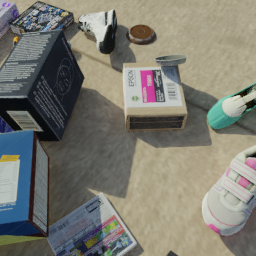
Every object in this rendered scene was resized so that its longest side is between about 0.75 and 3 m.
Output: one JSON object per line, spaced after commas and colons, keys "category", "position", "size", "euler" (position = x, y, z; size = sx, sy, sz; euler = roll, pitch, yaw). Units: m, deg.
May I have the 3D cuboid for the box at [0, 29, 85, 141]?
{"category": "box", "position": [-2.455, -1.187, 7.909], "size": [1.367, 1.895, 2.553], "euler": [1, 54, 18]}

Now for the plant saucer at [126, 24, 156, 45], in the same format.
{"category": "plant saucer", "position": [0.506, -3.641, 10.773], "size": [1.154, 0.185, 1.154], "euler": [1, 56, -1]}

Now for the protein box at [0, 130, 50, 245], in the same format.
{"category": "protein box", "position": [-3.038, 1.411, 6.418], "size": [2.127, 1.445, 2.142], "euler": [-8, 55, -3]}

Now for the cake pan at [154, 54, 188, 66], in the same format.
{"category": "cake pan", "position": [1.296, -2.047, 8.458], "size": [1.015, 0.186, 1.015], "euler": [-7, 22, 3]}

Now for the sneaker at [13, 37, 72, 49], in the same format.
{"category": "sneaker", "position": [-3.021, -2.855, 9.875], "size": [2.060, 0.795, 0.806], "euler": [-10, 55, -9]}

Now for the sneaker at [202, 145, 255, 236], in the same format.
{"category": "sneaker", "position": [2.729, 1.284, 6.716], "size": [1.121, 1.215, 2.754], "euler": [31, 58, 24]}

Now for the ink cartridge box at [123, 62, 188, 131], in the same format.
{"category": "ink cartridge box", "position": [0.757, -1.025, 8.623], "size": [1.775, 0.809, 2.154], "euler": [-2, 56, -3]}

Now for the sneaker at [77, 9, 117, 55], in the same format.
{"category": "sneaker", "position": [-1.215, -3.499, 10.382], "size": [1.410, 0.925, 2.451], "euler": [-2, 48, 9]}

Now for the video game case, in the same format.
{"category": "video game case", "position": [-0.896, 2.578, 6.567], "size": [1.668, 0.192, 1.520], "euler": [-30, 61, -19]}

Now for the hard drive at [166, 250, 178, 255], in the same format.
{"category": "hard drive", "position": [1.186, 3.211, 5.732], "size": [1.221, 0.853, 0.231], "euler": [32, 29, 25]}

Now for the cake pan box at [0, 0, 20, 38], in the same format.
{"category": "cake pan box", "position": [-5.951, -4.117, 10.786], "size": [2.517, 0.715, 2.733], "euler": [19, 58, 10]}

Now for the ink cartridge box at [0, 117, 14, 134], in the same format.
{"category": "ink cartridge box", "position": [-4.459, -0.828, 8.660], "size": [2.487, 0.584, 2.458], "euler": [-7, 56, -2]}

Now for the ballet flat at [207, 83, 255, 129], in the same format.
{"category": "ballet flat", "position": [3.404, -0.798, 8.403], "size": [2.397, 0.843, 0.807], "euler": [-29, 77, -17]}

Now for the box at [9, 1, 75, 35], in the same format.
{"category": "box", "position": [-3.336, -4.149, 10.953], "size": [1.782, 0.446, 1.796], "euler": [24, 59, 15]}
